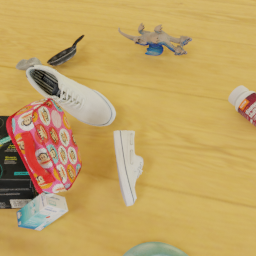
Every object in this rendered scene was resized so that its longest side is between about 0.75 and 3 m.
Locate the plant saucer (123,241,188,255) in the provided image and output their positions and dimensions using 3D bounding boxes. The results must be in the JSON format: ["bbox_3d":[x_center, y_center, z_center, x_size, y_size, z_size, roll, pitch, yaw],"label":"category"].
[{"bbox_3d":[0.633,2.902,5.193,1.873,0.361,1.873,6,38,-5],"label":"plant saucer"}]

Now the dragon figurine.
[{"bbox_3d":[0.903,-3.135,10.176,2.696,1.340,0.793,10,84,32],"label":"dragon figurine"}]

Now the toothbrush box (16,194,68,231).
[{"bbox_3d":[-1.826,1.784,5.988,0.867,0.635,0.370,-37,51,11],"label":"toothbrush box"}]

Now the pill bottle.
[{"bbox_3d":[3.662,-0.605,8.199,0.755,0.755,1.377,-25,54,-20],"label":"pill bottle"}]

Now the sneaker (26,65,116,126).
[{"bbox_3d":[-1.680,-0.862,7.895,2.799,1.022,0.991,29,12,7],"label":"sneaker"}]

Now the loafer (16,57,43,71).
[{"bbox_3d":[-3.344,-2.086,9.436,1.217,0.425,0.426,5,63,39],"label":"loafer"}]

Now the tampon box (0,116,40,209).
[{"bbox_3d":[-2.771,0.763,6.577,1.420,1.196,1.895,2,45,-9],"label":"tampon box"}]

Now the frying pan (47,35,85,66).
[{"bbox_3d":[-2.256,-2.758,10.192,1.207,0.325,1.995,-18,29,19],"label":"frying pan"}]

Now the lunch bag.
[{"bbox_3d":[-1.633,0.406,5.678,0.753,1.838,1.619,-16,18,9],"label":"lunch bag"}]

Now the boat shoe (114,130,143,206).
[{"bbox_3d":[0.059,0.875,6.855,0.662,0.745,2.025,-7,59,-4],"label":"boat shoe"}]
